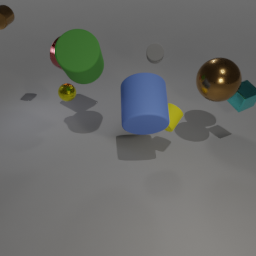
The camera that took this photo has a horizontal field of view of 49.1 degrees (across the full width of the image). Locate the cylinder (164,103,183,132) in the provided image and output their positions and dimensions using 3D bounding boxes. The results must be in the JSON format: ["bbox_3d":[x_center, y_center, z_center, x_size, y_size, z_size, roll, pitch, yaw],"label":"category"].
[{"bbox_3d":[1.367,-0.347,9.322,0.700,0.700,0.700,26,73,36],"label":"cylinder"}]

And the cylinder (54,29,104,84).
[{"bbox_3d":[-1.544,-2.291,9.192,1.400,1.400,1.400,0,-6,0],"label":"cylinder"}]

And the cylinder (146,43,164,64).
[{"bbox_3d":[1.091,-2.985,11.252,0.700,0.700,0.700,3,4,4],"label":"cylinder"}]

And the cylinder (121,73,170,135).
[{"bbox_3d":[0.490,-0.700,8.441,1.400,1.400,1.400,-1,65,-2],"label":"cylinder"}]

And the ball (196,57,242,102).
[{"bbox_3d":[2.895,-1.540,8.977,1.400,1.400,1.400,0,31,0],"label":"ball"}]

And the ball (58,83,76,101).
[{"bbox_3d":[-2.345,-1.375,10.802,0.700,0.700,0.700,0,31,0],"label":"ball"}]

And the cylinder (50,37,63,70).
[{"bbox_3d":[-2.197,-2.902,11.398,1.400,1.400,1.400,30,42,29],"label":"cylinder"}]

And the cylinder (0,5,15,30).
[{"bbox_3d":[-4.747,-4.162,10.517,0.700,0.700,0.700,4,40,7],"label":"cylinder"}]

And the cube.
[{"bbox_3d":[3.955,-1.097,9.638,0.700,0.700,0.700,-22,56,-17],"label":"cube"}]
